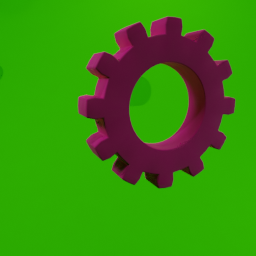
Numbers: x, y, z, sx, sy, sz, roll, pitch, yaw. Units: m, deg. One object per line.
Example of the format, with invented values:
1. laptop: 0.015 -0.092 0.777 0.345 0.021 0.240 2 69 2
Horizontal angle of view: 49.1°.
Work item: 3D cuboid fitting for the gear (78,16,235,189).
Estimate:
1. gear: 0.251 -0.165 2.067 1.190 1.190 0.220 -28 20 -17
